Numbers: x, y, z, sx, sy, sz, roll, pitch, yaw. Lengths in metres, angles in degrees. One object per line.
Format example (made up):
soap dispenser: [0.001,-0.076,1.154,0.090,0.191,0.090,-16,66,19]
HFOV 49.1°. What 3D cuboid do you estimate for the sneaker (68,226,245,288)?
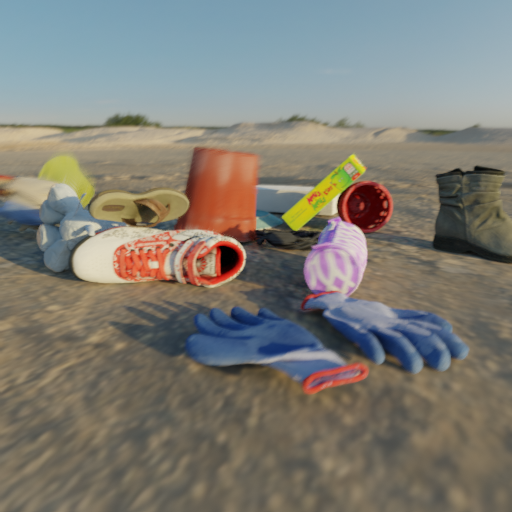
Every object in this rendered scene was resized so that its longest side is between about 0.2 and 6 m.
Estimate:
sneaker: [-1.502,0.029,8.951,2.683,0.896,1.438,-5,12,-29]

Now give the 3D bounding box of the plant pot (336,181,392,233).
plant pot: [2.497,-1.190,13.328,1.198,1.198,1.091,-2,9,-6]

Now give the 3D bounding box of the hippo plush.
hippo plush: [-2.906,-0.564,10.015,1.449,1.435,1.802,2,-27,-47]

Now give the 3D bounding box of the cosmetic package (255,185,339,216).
cosmetic package: [0.917,-1.588,15.908,2.792,0.707,1.152,5,15,19]

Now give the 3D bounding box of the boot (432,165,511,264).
boot: [4.580,-0.830,10.729,2.624,1.714,0.889,13,19,42]

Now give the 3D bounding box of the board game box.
board game box: [1.619,-1.505,13.348,2.101,0.500,1.067,-41,1,20]

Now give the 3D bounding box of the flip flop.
flip flop: [-1.832,-0.722,9.033,1.761,0.714,0.507,-3,46,-46]

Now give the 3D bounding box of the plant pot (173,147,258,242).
plant pot: [-0.768,-1.394,12.297,1.892,1.840,1.892,8,12,-2]

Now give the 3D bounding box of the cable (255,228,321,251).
cable: [0.730,-0.355,11.820,1.500,0.381,1.224,1,7,-2]

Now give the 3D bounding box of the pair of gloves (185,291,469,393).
pair of gloves: [0.750,0.937,6.511,3.033,0.346,2.438,-7,14,-31]

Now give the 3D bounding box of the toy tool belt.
toy tool belt: [-5.148,-1.058,12.517,2.114,1.299,1.320,9,-10,23]

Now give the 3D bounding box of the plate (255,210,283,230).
plate: [-0.356,-0.971,14.364,2.098,0.268,2.098,1,15,0]

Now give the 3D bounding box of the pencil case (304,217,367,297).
pencil case: [1.314,-0.007,9.030,0.909,0.926,2.166,-10,12,13]

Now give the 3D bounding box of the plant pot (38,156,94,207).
plant pot: [-4.621,-1.740,13.880,1.032,1.123,1.123,40,32,23]
